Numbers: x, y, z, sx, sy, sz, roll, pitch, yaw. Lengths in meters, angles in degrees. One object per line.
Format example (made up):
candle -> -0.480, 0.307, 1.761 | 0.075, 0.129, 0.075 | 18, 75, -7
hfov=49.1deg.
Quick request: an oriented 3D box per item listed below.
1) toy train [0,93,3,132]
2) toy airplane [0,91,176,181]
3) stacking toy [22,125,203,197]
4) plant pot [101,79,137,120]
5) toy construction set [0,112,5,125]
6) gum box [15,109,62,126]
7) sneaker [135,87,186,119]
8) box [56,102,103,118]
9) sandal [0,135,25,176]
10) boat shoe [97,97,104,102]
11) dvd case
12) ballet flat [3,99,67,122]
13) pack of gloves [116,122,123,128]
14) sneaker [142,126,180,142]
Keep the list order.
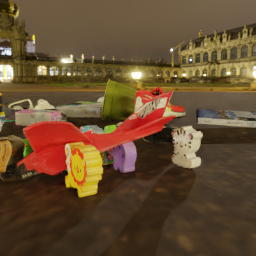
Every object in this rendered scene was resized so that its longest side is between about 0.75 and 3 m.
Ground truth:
toy train -> -4.391, -0.515, 6.824 | 2.955, 1.684, 1.259 | 3, 9, 17
toy airplane -> -0.499, 0.202, 4.332 | 2.911, 0.535, 2.911 | -24, -7, -3
stacking toy -> -0.453, 0.279, 5.108 | 2.240, 0.698, 2.970 | -6, 11, -35
plant pot -> -0.125, -0.952, 10.782 | 1.512, 1.570, 1.570 | 11, 9, 0
toy construction set -> -4.567, -0.264, 8.599 | 1.356, 0.625, 0.889 | -5, 19, -9
gum box -> -3.026, -0.358, 9.591 | 1.369, 0.453, 0.777 | 3, 11, 9
sneaker -> 1.211, -0.867, 9.895 | 1.032, 1.137, 2.679 | -9, -6, 37
box -> -1.782, -0.867, 12.726 | 1.984, 0.499, 2.748 | 2, 9, 11
sandal -> -1.975, 0.492, 4.264 | 0.480, 0.714, 1.778 | 23, 7, 5
boat shoe -> -0.300, -1.367, 14.750 | 2.638, 0.949, 0.867 | -8, 14, 2
dvd case -> 3.722, -0.344, 9.601 | 2.678, 0.235, 1.911 | 4, 13, 12
ballet flat -> -3.507, -0.659, 10.449 | 2.422, 0.885, 0.885 | 0, 9, -3
pack of gloves -> 0.028, 0.001, 8.680 | 0.906, 0.179, 0.761 | 0, 19, 23
sneaker -> 0.969, 0.149, 6.686 | 1.160, 0.424, 0.649 | -4, 9, -30
